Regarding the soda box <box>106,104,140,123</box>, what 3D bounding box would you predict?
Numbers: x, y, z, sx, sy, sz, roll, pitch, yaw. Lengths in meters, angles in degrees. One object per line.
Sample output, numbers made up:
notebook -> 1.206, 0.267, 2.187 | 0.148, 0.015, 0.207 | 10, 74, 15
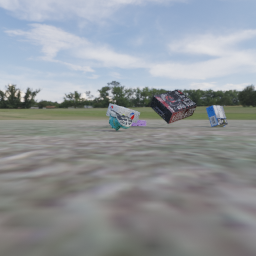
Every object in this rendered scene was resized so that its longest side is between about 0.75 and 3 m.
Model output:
soda box -> -0.133, -0.445, 8.820 | 0.412, 0.385, 1.209 | 21, 6, 34

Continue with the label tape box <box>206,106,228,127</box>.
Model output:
label tape box -> 3.134, -0.403, 9.610 | 0.946, 0.682, 0.299 | -2, -16, -43

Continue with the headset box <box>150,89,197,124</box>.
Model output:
headset box -> 1.313, -0.649, 8.375 | 1.188, 0.446, 0.883 | -19, 52, -34

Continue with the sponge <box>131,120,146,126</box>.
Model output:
sponge -> -0.031, -0.201, 10.983 | 0.894, 0.239, 1.602 | -1, 2, -23

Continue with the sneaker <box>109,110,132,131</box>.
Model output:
sneaker -> -0.199, -0.128, 6.587 | 0.399, 0.410, 1.030 | 13, 9, -22
